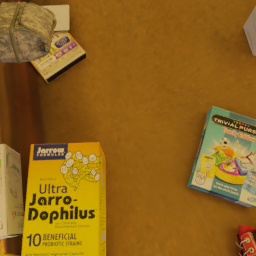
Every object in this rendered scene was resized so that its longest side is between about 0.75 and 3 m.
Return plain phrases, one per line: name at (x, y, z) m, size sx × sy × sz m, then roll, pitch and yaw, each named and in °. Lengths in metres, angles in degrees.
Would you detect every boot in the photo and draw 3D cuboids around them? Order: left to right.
boot at (2.597, 3.437, 6.165) m, size 2.929 × 1.061 × 2.113 m, roll -26°, pitch 73°, yaw -17°

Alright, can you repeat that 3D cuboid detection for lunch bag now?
lunch bag at (-2.088, -2.007, 5.830) m, size 1.089 × 0.904 × 1.298 m, roll 1°, pitch 47°, yaw -7°

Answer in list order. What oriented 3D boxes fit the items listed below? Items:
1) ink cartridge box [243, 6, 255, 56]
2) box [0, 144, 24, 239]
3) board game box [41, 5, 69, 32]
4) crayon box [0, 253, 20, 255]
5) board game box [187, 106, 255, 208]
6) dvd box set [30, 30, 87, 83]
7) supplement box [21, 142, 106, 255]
ink cartridge box at (4.670, -3.283, 7.399) m, size 2.021 × 2.785 × 1.166 m, roll -9°, pitch 72°, yaw -3°
box at (-3.861, 1.686, 6.630) m, size 2.398 × 1.159 × 2.116 m, roll -11°, pitch 72°, yaw -4°
board game box at (-2.274, -3.317, 8.534) m, size 0.977 × 0.126 × 0.977 m, roll -4°, pitch 68°, yaw -3°
crayon box at (-2.713, 3.288, 6.611) m, size 0.834 × 0.212 × 0.530 m, roll 10°, pitch 72°, yaw 3°
board game box at (2.680, 0.717, 7.293) m, size 1.671 × 0.519 × 2.213 m, roll 18°, pitch 73°, yaw 6°
dvd box set at (-2.416, -2.491, 8.462) m, size 1.465 × 0.294 × 2.003 m, roll -38°, pitch 76°, yaw -11°
supplement box at (-1.321, 1.883, 6.355) m, size 1.547 × 1.557 × 2.843 m, roll -2°, pitch 71°, yaw -1°
